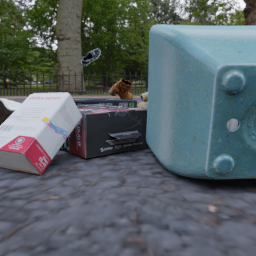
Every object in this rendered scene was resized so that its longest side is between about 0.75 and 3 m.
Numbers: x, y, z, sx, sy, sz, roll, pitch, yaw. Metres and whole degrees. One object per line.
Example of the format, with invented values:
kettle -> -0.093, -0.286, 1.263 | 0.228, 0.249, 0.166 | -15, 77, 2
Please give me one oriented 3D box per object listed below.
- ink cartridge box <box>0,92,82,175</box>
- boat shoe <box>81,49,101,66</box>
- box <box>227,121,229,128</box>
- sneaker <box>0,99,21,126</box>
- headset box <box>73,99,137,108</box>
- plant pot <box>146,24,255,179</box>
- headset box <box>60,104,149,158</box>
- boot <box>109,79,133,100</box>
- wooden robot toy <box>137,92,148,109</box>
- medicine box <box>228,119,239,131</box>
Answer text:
ink cartridge box -> -1.590, 0.043, 4.813 | 1.024, 0.594, 1.387 | 4, 45, 30
boat shoe -> -1.482, -2.939, 11.351 | 1.080, 0.387, 0.366 | -43, -5, -28
box -> 4.443, -0.214, 8.691 | 2.647, 0.640, 2.096 | 0, 8, 3
sneaker -> -3.151, -0.233, 8.352 | 2.734, 0.995, 1.157 | 18, 8, 42
headset box -> -0.942, -0.430, 8.937 | 2.155, 1.000, 1.876 | -4, 9, -29
plant pot -> 1.666, -0.389, 4.469 | 2.450, 2.457, 2.503 | 0, 18, -3
headset box -> -0.711, -0.026, 6.449 | 1.800, 0.908, 2.422 | -7, 11, -40
boot -> -0.067, -1.320, 9.595 | 1.005, 0.385, 0.780 | 18, -39, -31
wooden robot toy -> 0.891, -1.258, 14.138 | 1.359, 1.319, 2.994 | -18, 8, -16
medicine box -> 3.569, -0.028, 6.383 | 1.671, 0.944, 1.834 | -4, 9, -26
